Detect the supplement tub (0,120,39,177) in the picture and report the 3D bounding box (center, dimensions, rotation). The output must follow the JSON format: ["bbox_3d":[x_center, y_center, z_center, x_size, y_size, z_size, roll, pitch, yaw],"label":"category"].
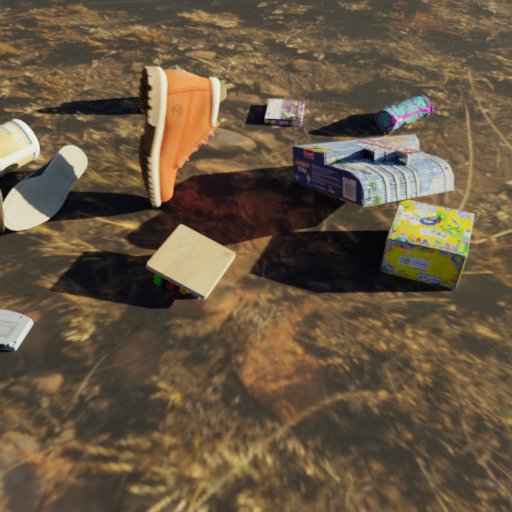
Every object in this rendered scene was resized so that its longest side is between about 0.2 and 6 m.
[{"bbox_3d":[-6.057,-2.506,13.307,1.043,1.043,1.441,27,48,26],"label":"supplement tub"}]

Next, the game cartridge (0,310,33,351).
[{"bbox_3d":[-4.540,1.273,9.826,1.092,0.221,0.728,8,47,9],"label":"game cartridge"}]

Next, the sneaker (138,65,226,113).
[{"bbox_3d":[-2.056,-4.769,15.692,2.544,1.142,0.853,-15,45,-16],"label":"sneaker"}]

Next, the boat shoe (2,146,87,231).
[{"bbox_3d":[-4.789,-1.417,12.532,0.835,0.967,2.662,-23,30,44],"label":"boat shoe"}]

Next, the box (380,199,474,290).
[{"bbox_3d":[3.356,-0.262,10.973,1.458,0.890,1.405,15,44,17],"label":"box"}]

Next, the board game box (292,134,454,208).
[{"bbox_3d":[2.769,-2.003,12.313,2.952,0.911,2.954,-13,22,-21],"label":"board game box"}]

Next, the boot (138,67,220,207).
[{"bbox_3d":[-1.609,-2.366,11.796,1.665,3.105,1.165,-6,43,-24],"label":"boot"}]

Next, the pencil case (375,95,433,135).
[{"bbox_3d":[3.951,-3.797,14.998,1.555,0.662,0.719,-27,33,-26],"label":"pencil case"}]

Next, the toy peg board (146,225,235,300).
[{"bbox_3d":[-1.269,0.240,10.773,1.258,0.618,1.264,28,49,6],"label":"toy peg board"}]

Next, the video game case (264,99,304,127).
[{"bbox_3d":[0.795,-3.977,15.528,1.018,0.201,1.123,5,43,5],"label":"video game case"}]

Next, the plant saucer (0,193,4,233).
[{"bbox_3d":[-5.448,-1.060,11.625,0.203,1.181,1.181,-9,42,-30],"label":"plant saucer"}]
